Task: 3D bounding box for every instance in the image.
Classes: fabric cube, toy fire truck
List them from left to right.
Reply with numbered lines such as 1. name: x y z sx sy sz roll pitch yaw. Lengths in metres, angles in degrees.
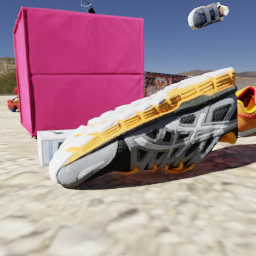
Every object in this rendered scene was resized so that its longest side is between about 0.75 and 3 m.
1. toy fire truck: -5.027 -1.293 13.908 2.067 1.159 1.736 0 26 4
2. fabric cube: -1.463 -1.409 7.813 2.913 2.922 2.867 -6 10 -26

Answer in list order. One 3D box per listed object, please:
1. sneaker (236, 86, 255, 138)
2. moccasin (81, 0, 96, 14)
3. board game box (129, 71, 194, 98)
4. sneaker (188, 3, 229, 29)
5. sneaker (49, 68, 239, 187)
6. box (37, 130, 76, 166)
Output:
1. sneaker: 3.238 -0.514 7.100 1.032 1.091 2.827 30 31 36
2. moccasin: -1.199 -3.804 8.968 0.316 0.785 0.268 -42 11 -6
3. board game box: 0.910 -0.992 9.262 2.986 1.446 2.380 0 7 -29
4. sneaker: 2.360 -3.285 8.117 1.477 0.579 0.586 -34 23 -34
5. sneaker: 0.438 0.122 3.679 2.945 1.137 1.153 -23 11 -22
6. box: -0.746 0.272 4.649 1.402 0.422 0.818 -4 9 -22
